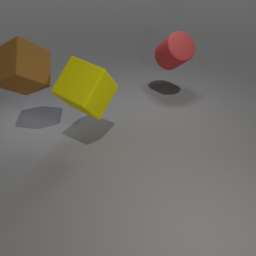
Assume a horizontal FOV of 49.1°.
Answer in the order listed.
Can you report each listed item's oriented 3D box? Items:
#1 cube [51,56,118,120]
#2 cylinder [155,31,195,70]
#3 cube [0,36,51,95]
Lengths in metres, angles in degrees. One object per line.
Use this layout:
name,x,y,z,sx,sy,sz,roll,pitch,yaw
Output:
cube,-1.422,-1.323,9.498,1.400,1.400,1.400,26,83,21
cylinder,2.167,-3.580,13.110,1.400,1.400,1.400,-14,-1,-22
cube,-3.714,-2.114,9.838,1.400,1.400,1.400,-11,-15,32
